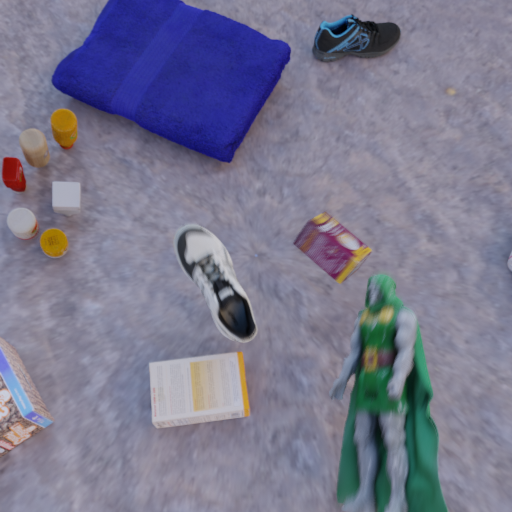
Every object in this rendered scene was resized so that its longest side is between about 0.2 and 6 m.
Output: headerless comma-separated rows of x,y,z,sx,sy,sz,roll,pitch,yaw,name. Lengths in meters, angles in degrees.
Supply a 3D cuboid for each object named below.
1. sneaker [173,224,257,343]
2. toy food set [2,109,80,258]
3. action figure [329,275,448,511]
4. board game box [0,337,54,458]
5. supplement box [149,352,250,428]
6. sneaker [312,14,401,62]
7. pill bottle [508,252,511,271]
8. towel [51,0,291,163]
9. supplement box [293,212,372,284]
-0.483,0.377,7.775,0.700,0.811,1.851,-33,104,-11,sneaker
-3.675,-1.172,9.720,1.207,1.138,2.529,-1,81,-16,toy food set
1.610,1.722,7.242,0.829,1.790,3.030,17,69,-38,action figure
-4.063,2.208,7.914,1.746,0.845,1.392,-33,68,-15,board game box
-0.832,1.968,8.224,1.394,0.513,0.879,-6,63,-3,supplement box
2.085,-4.455,11.321,1.878,0.769,0.688,-15,64,-8,sneaker
4.580,-0.153,9.284,0.536,0.536,0.946,26,66,13,pill bottle
-1.573,-3.553,10.857,3.884,0.962,2.868,25,73,12,towel
1.118,-0.130,8.180,0.936,0.483,0.613,41,35,13,supplement box
